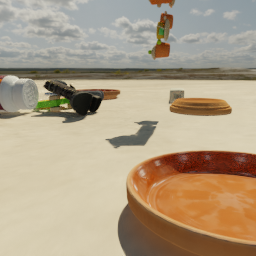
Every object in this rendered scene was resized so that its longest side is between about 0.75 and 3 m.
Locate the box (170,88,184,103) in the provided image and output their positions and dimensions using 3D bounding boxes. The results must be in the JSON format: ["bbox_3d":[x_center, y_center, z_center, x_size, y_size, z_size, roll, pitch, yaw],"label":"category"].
[{"bbox_3d":[2.347,-1.594,13.496,0.696,0.579,1.694,2,11,10],"label":"box"}]

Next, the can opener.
[{"bbox_3d":[-2.663,-1.832,13.626,2.955,0.988,0.788,2,12,9],"label":"can opener"}]

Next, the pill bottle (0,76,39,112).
[{"bbox_3d":[-4.441,-1.191,9.809,2.320,1.271,1.271,2,12,13],"label":"pill bottle"}]

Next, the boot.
[{"bbox_3d":[-2.047,-1.119,9.476,1.896,0.754,2.178,24,7,12],"label":"boot"}]

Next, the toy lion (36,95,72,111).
[{"bbox_3d":[-2.948,-0.987,10.873,1.660,0.594,1.732,-3,10,22],"label":"toy lion"}]

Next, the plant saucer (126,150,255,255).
[{"bbox_3d":[1.112,0.694,2.882,2.267,0.366,2.267,0,11,0],"label":"plant saucer"}]

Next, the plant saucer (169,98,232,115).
[{"bbox_3d":[2.630,-0.834,10.221,2.220,0.416,2.220,0,12,0],"label":"plant saucer"}]

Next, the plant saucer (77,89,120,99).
[{"bbox_3d":[-1.728,-1.861,15.235,2.633,0.425,2.633,0,11,0],"label":"plant saucer"}]

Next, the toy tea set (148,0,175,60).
[{"bbox_3d":[0.924,-3.452,8.884,0.918,2.481,1.475,7,9,13],"label":"toy tea set"}]
